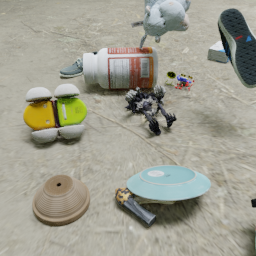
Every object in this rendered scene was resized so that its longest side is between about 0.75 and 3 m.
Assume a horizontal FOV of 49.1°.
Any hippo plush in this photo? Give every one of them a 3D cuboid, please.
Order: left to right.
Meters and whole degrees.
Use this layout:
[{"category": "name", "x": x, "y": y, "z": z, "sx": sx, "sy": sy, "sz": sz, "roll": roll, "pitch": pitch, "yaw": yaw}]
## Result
[{"category": "hippo plush", "x": 0.963, "y": -3.695, "z": 8.991, "sx": 2.194, "sy": 1.747, "sz": 1.764, "roll": -17, "pitch": 15, "yaw": 17}]

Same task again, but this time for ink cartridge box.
[{"category": "ink cartridge box", "x": 4.617, "y": -3.722, "z": 13.662, "sx": 0.988, "sy": 0.579, "sz": 1.349, "roll": 23, "pitch": 40, "yaw": 28}]

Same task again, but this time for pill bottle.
[{"category": "pill bottle", "x": -0.291, "y": -2.307, "z": 10.801, "sx": 2.756, "sy": 1.546, "sz": 1.546, "roll": -1, "pitch": 35, "yaw": -2}]

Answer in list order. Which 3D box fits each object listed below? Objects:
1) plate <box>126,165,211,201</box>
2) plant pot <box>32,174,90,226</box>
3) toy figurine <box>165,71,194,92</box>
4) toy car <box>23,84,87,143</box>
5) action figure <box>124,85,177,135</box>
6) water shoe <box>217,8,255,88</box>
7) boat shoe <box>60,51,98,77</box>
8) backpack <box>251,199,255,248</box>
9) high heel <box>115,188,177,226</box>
[{"category": "plate", "x": 0.900, "y": 1.143, "z": 6.349, "sx": 1.883, "sy": 0.241, "sz": 1.883, "roll": -3, "pitch": 11, "yaw": 1}, {"category": "plant pot", "x": -1.501, "y": 1.459, "z": 6.232, "sx": 1.287, "sy": 0.594, "sz": 1.287, "roll": -1, "pitch": 34, "yaw": 0}, {"category": "toy figurine", "x": 2.130, "y": -1.866, "z": 11.276, "sx": 1.155, "sy": 0.609, "sz": 0.692, "roll": 20, "pitch": 11, "yaw": 22}, {"category": "toy car", "x": -2.144, "y": -0.413, "z": 8.432, "sx": 1.806, "sy": 1.581, "sz": 1.354, "roll": -9, "pitch": -2, "yaw": -9}, {"category": "action figure", "x": 0.650, "y": -0.828, "z": 9.060, "sx": 1.348, "sy": 1.158, "sz": 2.269, "roll": -22, "pitch": 41, "yaw": -12}, {"category": "water shoe", "x": 3.251, "y": -2.227, "z": 8.012, "sx": 0.861, "sy": 2.407, "sz": 0.950, "roll": -16, "pitch": -11, "yaw": 10}, {"category": "boat shoe", "x": -2.095, "y": -2.820, "z": 12.290, "sx": 2.166, "sy": 0.669, "sz": 0.789, "roll": -29, "pitch": 44, "yaw": -35}, {"category": "backpack", "x": 2.933, "y": 2.122, "z": 4.428, "sx": 1.889, "sy": 1.433, "sz": 2.264, "roll": -4, "pitch": 17, "yaw": 32}, {"category": "high heel", "x": 0.548, "y": 1.336, "z": 6.413, "sx": 1.167, "sy": 0.585, "sz": 1.637, "roll": 30, "pitch": 50, "yaw": 34}]
